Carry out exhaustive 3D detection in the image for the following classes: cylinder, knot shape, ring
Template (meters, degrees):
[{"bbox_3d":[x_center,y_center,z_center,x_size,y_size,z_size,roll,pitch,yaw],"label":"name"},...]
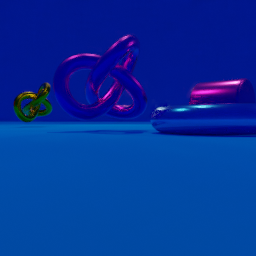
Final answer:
[{"bbox_3d":[1.850,-0.444,5.480,0.961,0.961,0.961,1,2,42],"label":"cylinder"},{"bbox_3d":[-0.319,-0.722,5.154,1.774,1.660,0.820,-35,44,0],"label":"knot shape"},{"bbox_3d":[1.273,-0.133,4.078,1.893,0.379,1.893,-1,2,0],"label":"ring"},{"bbox_3d":[-2.868,-0.852,8.841,0.663,1.343,1.435,38,8,11],"label":"knot shape"}]
